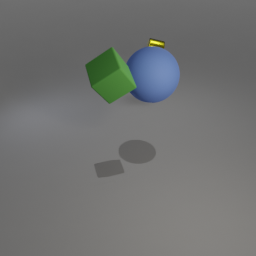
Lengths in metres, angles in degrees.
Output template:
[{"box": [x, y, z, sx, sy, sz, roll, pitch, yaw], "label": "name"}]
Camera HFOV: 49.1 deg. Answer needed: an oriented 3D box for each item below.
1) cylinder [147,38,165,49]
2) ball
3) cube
[{"box": [1.245, -3.671, 12.773, 0.700, 0.700, 0.700, 11, 29, -7], "label": "cylinder"}, {"box": [0.596, -1.336, 7.084, 1.400, 1.400, 1.400, 0, 30, 0], "label": "ball"}, {"box": [-0.358, -1.074, 5.806, 0.700, 0.700, 0.700, -30, 54, 14], "label": "cube"}]
